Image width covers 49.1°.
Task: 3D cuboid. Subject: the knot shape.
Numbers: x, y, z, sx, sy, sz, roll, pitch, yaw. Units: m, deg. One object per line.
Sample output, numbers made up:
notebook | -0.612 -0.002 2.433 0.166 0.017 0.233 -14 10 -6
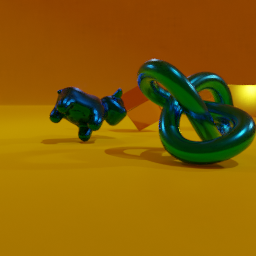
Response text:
knot shape | 0.943 -0.233 3.617 1.539 0.760 1.645 -2 45 -44

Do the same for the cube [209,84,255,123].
cube | 2.642 -0.504 6.943 0.871 0.871 0.871 -1 -17 -10

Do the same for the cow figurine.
cow figurine | -0.658 -0.391 5.070 1.303 1.282 0.715 32 -47 -17

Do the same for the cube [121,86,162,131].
cube | 0.347 -0.518 6.690 0.715 0.715 0.715 -28 41 11
